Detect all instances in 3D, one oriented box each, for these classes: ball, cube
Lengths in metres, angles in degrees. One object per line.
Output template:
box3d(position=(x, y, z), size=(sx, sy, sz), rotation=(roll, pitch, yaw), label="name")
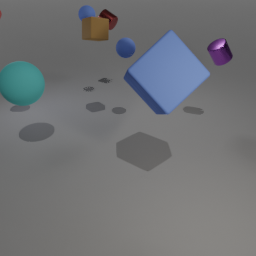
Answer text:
box3d(position=(-1.700, -4.703, 11.599), size=(0.700, 0.700, 0.700), rotation=(0, 29, 0), label="ball")
box3d(position=(-1.141, -3.427, 9.742), size=(0.700, 0.700, 0.700), rotation=(-6, 15, -35), label="cube")
box3d(position=(0.888, -1.300, 7.037), size=(1.400, 1.400, 1.400), rotation=(-43, 5, -1), label="cube")
box3d(position=(-0.082, -2.844, 9.950), size=(0.700, 0.700, 0.700), rotation=(0, 29, 0), label="ball")
box3d(position=(-3.376, -1.408, 8.913), size=(1.400, 1.400, 1.400), rotation=(0, 29, 0), label="ball")

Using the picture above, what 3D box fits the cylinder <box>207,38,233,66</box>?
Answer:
box3d(position=(3.328, -2.742, 10.128), size=(0.700, 0.700, 0.700), rotation=(-27, 34, 21), label="cylinder")

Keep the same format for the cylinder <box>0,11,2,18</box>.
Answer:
box3d(position=(-4.615, -3.626, 9.205), size=(0.700, 0.700, 0.700), rotation=(23, 48, -28), label="cylinder")

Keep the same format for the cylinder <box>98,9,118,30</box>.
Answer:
box3d(position=(-0.950, -5.119, 13.236), size=(0.700, 0.700, 0.700), rotation=(37, 38, 9), label="cylinder")
